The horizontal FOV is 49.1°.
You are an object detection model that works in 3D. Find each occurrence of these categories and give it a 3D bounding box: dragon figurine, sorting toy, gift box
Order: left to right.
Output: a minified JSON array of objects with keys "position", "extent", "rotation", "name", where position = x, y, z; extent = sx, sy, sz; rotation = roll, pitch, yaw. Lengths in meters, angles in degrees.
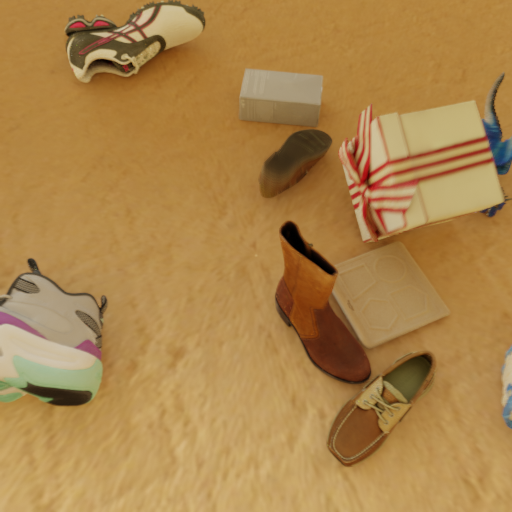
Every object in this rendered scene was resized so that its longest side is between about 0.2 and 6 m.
[{"position":[2.137,0.634,9.403],"extent":[1.709,0.312,1.582],"rotation":[-18,59,-16],"name":"sorting toy"},{"position":[2.558,-1.421,9.212],"extent":[2.033,2.177,2.009],"rotation":[-14,81,-11],"name":"gift box"},{"position":[4.441,-1.984,10.404],"extent":[1.304,0.772,2.623],"rotation":[26,84,24],"name":"dragon figurine"}]

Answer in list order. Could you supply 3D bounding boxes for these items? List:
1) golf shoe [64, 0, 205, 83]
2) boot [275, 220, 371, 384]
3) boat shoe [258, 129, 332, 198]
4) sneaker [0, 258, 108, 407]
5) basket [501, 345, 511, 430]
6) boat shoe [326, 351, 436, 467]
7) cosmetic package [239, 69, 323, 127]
[{"position":[-2.564,-4.594,12.254],"extent":[3.105,1.199,1.368],"rotation":[-12,73,0],"name":"golf shoe"},{"position":[1.057,0.729,8.196],"extent":[0.746,2.179,2.052],"rotation":[-27,61,-18],"name":"boot"},{"position":[0.690,-1.767,10.584],"extent":[0.704,0.665,1.956],"rotation":[40,53,18],"name":"boat shoe"},{"position":[-3.977,1.021,8.665],"extent":[3.385,1.316,2.368],"rotation":[6,57,-7],"name":"sneaker"},{"position":[4.414,2.056,7.686],"extent":[1.873,1.477,2.124],"rotation":[8,29,5],"name":"basket"},{"position":[1.859,2.106,8.182],"extent":[0.807,0.788,2.134],"rotation":[40,66,21],"name":"boat shoe"},{"position":[0.521,-3.255,11.540],"extent":[1.660,0.748,0.886],"rotation":[9,59,2],"name":"cosmetic package"}]
